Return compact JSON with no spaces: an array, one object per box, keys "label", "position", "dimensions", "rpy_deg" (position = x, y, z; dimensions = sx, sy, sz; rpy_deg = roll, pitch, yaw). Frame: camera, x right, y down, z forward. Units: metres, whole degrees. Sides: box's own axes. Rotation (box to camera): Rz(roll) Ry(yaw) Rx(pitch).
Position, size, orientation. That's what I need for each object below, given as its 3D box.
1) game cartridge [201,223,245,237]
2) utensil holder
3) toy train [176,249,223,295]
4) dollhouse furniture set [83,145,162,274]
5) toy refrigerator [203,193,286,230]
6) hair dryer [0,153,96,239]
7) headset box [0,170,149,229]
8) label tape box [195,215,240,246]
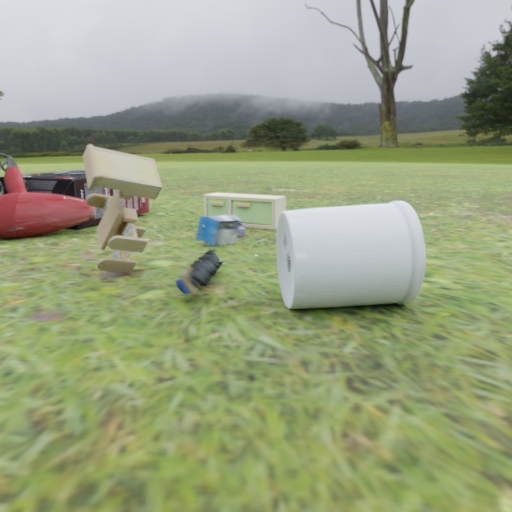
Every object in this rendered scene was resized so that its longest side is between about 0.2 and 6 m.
[{"label":"game cartridge","position":[-0.800,-0.663,13.105],"dimensions":[0.931,0.276,1.437],"rpy_deg":[-7,13,-11]},{"label":"utensil holder","position":[1.169,0.015,7.359],"dimensions":[1.630,1.385,1.385],"rpy_deg":[-5,13,-8]},{"label":"toy train","position":[-0.845,0.227,8.307],"dimensions":[0.467,0.348,2.040],"rpy_deg":[-33,4,7]},{"label":"dollhouse furniture set","position":[-2.351,-0.816,8.897],"dimensions":[1.071,1.646,1.512],"rpy_deg":[8,46,-34]},{"label":"toy refrigerator","position":[-0.316,-1.138,14.081],"dimensions":[2.027,0.769,0.709],"rpy_deg":[7,14,27]},{"label":"hair dryer","position":[-5.497,-1.513,12.867],"dimensions":[3.706,1.007,2.823],"rpy_deg":[20,44,-1]},{"label":"headset box","position":[-4.693,-1.644,15.207],"dimensions":[2.483,1.289,3.337],"rpy_deg":[6,15,24]},{"label":"label tape box","position":[-0.776,-0.514,11.459],"dimensions":[0.815,0.588,0.258],"rpy_deg":[-6,35,-33]}]
